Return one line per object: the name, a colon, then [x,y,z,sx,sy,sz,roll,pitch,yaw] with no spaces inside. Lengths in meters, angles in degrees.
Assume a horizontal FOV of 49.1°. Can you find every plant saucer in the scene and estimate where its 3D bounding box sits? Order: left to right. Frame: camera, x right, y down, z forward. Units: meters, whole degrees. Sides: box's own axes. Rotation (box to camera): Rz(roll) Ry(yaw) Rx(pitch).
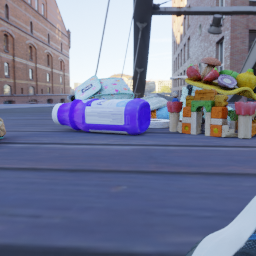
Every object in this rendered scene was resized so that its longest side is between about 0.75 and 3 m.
plant saucer: [0.590,-0.942,12.197,2.497,0.627,2.497,-16,2,1]

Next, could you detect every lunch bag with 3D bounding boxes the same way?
lunch bag: [-1.299,-1.567,14.017,2.714,1.655,2.312,-1,29,-15]

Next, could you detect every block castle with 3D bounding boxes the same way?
block castle: [2.607,-0.499,8.210,1.809,1.270,2.708,-7,9,-43]

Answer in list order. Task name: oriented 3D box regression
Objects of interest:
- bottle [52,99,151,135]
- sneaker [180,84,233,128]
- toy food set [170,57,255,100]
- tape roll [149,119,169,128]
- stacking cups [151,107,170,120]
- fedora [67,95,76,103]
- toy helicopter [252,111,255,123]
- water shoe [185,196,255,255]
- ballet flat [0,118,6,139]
bottle: [-0.864,-0.380,8.365,2.989,0.976,1.249,3,13,25]
sneaker: [3.195,-0.896,9.976,2.866,1.691,1.055,4,6,25]
toy food set: [2.635,-1.600,8.350,2.701,0.882,1.589,24,23,34]
tape roll: [0.892,-0.166,9.997,1.269,0.232,1.269,1,7,0]
stacking cups: [1.427,-0.599,11.466,2.626,0.794,0.794,0,6,9]
fedora: [-2.589,-1.058,14.592,1.512,0.772,1.709,23,20,-20]
toy helicopter: [4.416,-0.346,9.021,1.208,0.799,0.476,-1,6,-8]
water shoe: [0.739,0.713,1.434,1.324,0.474,0.523,-12,34,-43]
ballet flat: [-3.257,0.031,6.239,0.696,0.644,1.973,-4,7,-11]
